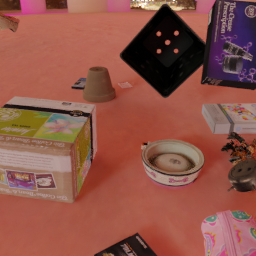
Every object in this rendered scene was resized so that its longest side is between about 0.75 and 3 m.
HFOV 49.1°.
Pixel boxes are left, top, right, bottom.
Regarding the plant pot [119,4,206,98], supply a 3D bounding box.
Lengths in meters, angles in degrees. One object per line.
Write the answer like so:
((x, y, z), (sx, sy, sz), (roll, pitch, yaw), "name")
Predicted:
((1.579, -3.290, 11.441), (2.581, 2.587, 2.295), (40, 29, -12), "plant pot")

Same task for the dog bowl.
((1.370, 1.132, 8.745), (1.923, 0.709, 1.923), (0, 28, 0), "dog bowl")

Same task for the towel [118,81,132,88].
((-0.166, -2.442, 15.822), (0.588, 0.120, 0.803), (-12, 31, -20), "towel")

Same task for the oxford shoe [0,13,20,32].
((-4.813, -3.997, 10.494), (0.573, 0.597, 1.619), (24, 15, 33), "oxford shoe")

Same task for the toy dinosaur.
((3.883, 0.779, 9.578), (1.151, 0.866, 1.695), (40, 27, 30), "toy dinosaur")

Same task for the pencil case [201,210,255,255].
((2.103, 2.852, 5.056), (1.277, 1.277, 2.922), (3, 28, 6), "pencil case")

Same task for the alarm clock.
((3.526, 1.251, 8.185), (1.045, 0.516, 1.550), (-20, 17, 50), "alarm clock")

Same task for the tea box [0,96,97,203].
((-2.631, 0.517, 8.529), (2.850, 1.904, 2.804), (6, 30, 5), "tea box")

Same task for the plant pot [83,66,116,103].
((-1.453, -2.244, 14.070), (1.699, 1.482, 1.699), (1, 29, -1), "plant pot")

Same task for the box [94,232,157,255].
((0.056, 2.929, 5.933), (1.179, 0.295, 1.188), (-18, 34, -27), "box")

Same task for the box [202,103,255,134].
((4.599, -0.427, 11.775), (2.520, 0.519, 1.965), (1, 29, 0), "box")

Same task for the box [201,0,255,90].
((3.494, -2.665, 9.078), (1.818, 2.576, 1.016), (7, -3, 2), "box")

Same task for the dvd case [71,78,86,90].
((-2.426, -2.527, 15.956), (1.137, 0.140, 1.594), (6, 29, 9), "dvd case")

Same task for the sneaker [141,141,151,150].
((0.856, 0.647, 10.028), (0.755, 0.320, 0.275), (4, 28, 5), "sneaker")
